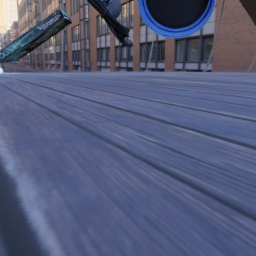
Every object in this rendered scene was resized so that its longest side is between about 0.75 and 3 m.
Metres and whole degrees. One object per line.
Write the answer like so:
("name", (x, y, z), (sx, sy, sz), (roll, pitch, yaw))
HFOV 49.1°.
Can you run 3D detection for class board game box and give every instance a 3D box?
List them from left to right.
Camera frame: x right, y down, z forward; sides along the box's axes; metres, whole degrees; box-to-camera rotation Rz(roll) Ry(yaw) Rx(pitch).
("board game box", (-2.619, -2.581, 7.970), (2.157, 0.304, 1.459), (-33, 15, 5))

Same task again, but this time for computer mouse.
("computer mouse", (-0.263, -2.549, 6.221), (0.481, 1.466, 2.088), (-36, 15, 16))

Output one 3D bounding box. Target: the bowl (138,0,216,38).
("bowl", (1.583, -4.238, 9.207), (2.513, 2.513, 0.493), (3, 41, 13))
